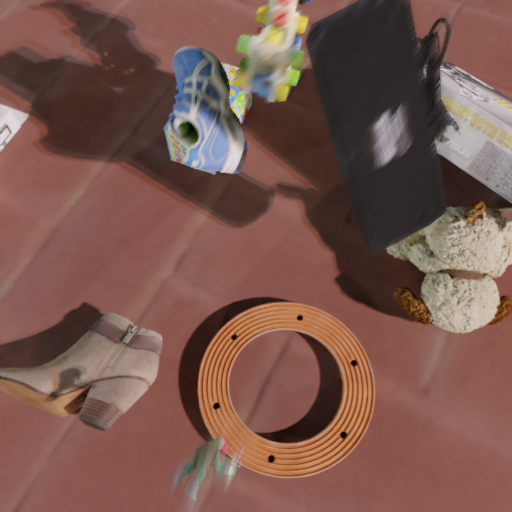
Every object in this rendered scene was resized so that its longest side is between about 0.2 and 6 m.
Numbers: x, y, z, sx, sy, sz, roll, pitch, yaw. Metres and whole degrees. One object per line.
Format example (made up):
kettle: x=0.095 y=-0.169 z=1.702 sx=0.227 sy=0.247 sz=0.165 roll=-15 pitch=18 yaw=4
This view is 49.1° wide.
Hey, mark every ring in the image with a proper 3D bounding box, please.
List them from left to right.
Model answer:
ring: x=0.477 y=2.105 z=9.113 sx=2.857 sy=0.274 sz=2.857 roll=0 pitch=63 yaw=0

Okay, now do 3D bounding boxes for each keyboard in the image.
keyboard: x=1.923 y=-1.884 z=8.028 sx=1.898 sy=3.647 sz=0.723 roll=-25 pitch=36 yaw=-3

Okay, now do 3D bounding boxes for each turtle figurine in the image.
turtle figurine: x=-0.588 y=2.443 z=6.676 sx=0.825 sy=0.415 sz=0.618 roll=-42 pitch=34 yaw=-19

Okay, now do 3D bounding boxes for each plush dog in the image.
plush dog: x=3.450 y=0.256 z=9.402 sx=2.408 sy=1.932 sz=2.068 roll=3 pitch=85 yaw=2

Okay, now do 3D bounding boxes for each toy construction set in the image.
toy construction set: x=0.513 y=-4.013 z=9.276 sx=1.328 sy=1.891 sz=2.884 roll=29 pitch=105 yaw=-2

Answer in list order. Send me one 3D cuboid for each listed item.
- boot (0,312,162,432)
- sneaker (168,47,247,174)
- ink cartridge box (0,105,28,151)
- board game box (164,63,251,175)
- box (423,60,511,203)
boot: x=-2.791 y=1.701 z=9.090 sx=2.433 sy=0.855 sz=1.779 roll=19 pitch=57 yaw=9
sneaker: x=-0.983 y=-2.516 z=9.324 sx=0.990 sy=0.973 sz=2.571 roll=-7 pitch=62 yaw=-29
ink cartridge box: x=-5.565 y=-2.609 z=11.431 sx=0.949 sy=0.555 sz=1.636 roll=21 pitch=64 yaw=11
board game box: x=-0.910 y=-2.806 z=11.267 sx=1.012 sy=1.031 sz=1.965 roll=20 pitch=64 yaw=10
box: x=4.333 y=-2.125 z=10.002 sx=4.050 sy=0.979 sz=3.208 roll=41 pitch=32 yaw=20
